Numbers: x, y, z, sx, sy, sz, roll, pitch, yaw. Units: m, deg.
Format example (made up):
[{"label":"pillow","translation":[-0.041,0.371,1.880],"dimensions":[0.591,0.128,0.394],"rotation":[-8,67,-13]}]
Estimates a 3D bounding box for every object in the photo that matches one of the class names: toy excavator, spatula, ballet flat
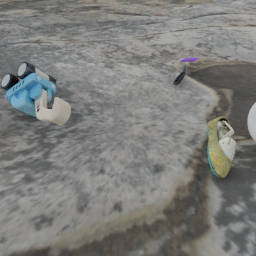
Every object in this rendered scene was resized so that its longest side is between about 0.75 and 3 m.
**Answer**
[{"label":"toy excavator","translation":[-2.630,-0.803,8.209],"dimensions":[2.230,1.146,2.294],"rotation":[-25,59,25]},{"label":"spatula","translation":[2.238,-2.323,11.076],"dimensions":[0.699,0.254,2.472],"rotation":[4,40,27]},{"label":"ballet flat","translation":[2.421,0.361,7.166],"dimensions":[0.742,0.742,2.100],"rotation":[6,34,9]}]

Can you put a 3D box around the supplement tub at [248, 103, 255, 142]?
[{"label":"supplement tub","translation":[3.767,-0.110,6.794],"dimensions":[1.363,1.363,1.874],"rotation":[25,12,31]}]
